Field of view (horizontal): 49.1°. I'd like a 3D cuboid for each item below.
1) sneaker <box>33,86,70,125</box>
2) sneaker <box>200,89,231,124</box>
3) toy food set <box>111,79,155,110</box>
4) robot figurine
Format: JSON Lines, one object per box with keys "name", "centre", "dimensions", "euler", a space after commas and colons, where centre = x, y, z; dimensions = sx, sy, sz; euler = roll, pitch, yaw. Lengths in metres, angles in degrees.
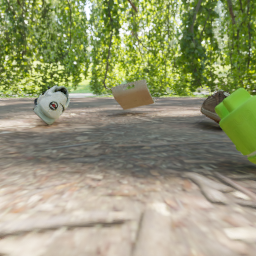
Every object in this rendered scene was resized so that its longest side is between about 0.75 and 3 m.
{"name": "sneaker", "centre": [-2.450, -0.879, 9.415], "dimensions": [0.990, 1.183, 2.672], "euler": [44, -4, -23]}
{"name": "sneaker", "centre": [2.756, -0.722, 8.525], "dimensions": [0.872, 0.935, 2.476], "euler": [29, 14, -2]}
{"name": "toy food set", "centre": [0.287, -1.524, 12.733], "dimensions": [1.541, 0.649, 2.148], "euler": [-11, -19, 13]}
{"name": "robot figurine", "centre": [1.736, 0.021, 3.849], "dimensions": [0.660, 1.141, 1.001], "euler": [-33, -12, -20]}
